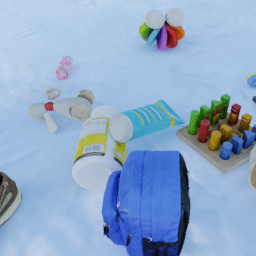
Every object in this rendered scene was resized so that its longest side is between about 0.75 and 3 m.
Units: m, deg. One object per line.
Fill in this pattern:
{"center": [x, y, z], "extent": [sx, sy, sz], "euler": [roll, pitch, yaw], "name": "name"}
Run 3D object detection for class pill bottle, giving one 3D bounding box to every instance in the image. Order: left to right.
{"center": [-0.669, 0.432, 7.395], "extent": [1.258, 1.258, 2.246], "euler": [2, 42, 2], "name": "pill bottle"}

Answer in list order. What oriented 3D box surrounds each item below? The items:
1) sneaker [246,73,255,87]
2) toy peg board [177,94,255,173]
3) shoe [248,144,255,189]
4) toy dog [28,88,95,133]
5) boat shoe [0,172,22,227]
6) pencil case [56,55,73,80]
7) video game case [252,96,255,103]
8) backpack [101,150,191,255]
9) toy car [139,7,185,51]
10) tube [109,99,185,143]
{"center": [5.251, -1.827, 10.619], "extent": [1.535, 0.506, 0.602], "euler": [-13, 54, -14], "name": "sneaker"}
{"center": [2.779, -0.013, 8.042], "extent": [1.952, 0.955, 1.944], "euler": [-26, 45, -23], "name": "toy peg board"}
{"center": [3.790, 0.753, 7.541], "extent": [2.449, 0.856, 0.654], "euler": [-42, 14, -30], "name": "shoe"}
{"center": [-1.937, -0.456, 8.849], "extent": [2.212, 1.065, 1.459], "euler": [8, 43, 32], "name": "toy dog"}
{"center": [-3.314, 2.075, 5.660], "extent": [1.061, 1.062, 2.872], "euler": [9, 42, 10], "name": "boat shoe"}
{"center": [-2.555, -2.449, 11.263], "extent": [0.544, 0.544, 1.244], "euler": [1, 40, 1], "name": "pencil case"}
{"center": [5.485, -0.452, 9.217], "extent": [1.662, 0.221, 2.326], "euler": [-9, 41, -10], "name": "video game case"}
{"center": [0.366, 1.505, 5.530], "extent": [1.754, 2.090, 1.698], "euler": [1, 42, 1], "name": "backpack"}
{"center": [1.589, -4.321, 12.775], "extent": [2.136, 1.869, 1.602], "euler": [-10, 79, -13], "name": "toy car"}
{"center": [0.608, -0.245, 7.653], "extent": [1.069, 0.696, 2.760], "euler": [53, 35, 13], "name": "tube"}
